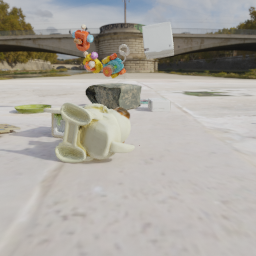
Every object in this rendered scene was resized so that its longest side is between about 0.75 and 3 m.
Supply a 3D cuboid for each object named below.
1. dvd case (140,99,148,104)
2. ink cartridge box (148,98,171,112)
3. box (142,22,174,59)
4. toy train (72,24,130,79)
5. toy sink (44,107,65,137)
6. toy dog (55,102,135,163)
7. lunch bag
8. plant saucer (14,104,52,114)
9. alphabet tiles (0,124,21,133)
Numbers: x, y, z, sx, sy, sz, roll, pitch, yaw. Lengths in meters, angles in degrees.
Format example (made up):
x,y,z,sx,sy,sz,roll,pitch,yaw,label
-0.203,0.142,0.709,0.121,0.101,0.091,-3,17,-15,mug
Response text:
x,y,z,sx,sy,sz,roll,pitch,yaw,label
0.917,-1.503,15.911,0.932,0.141,1.277,1,11,5,dvd case
1.454,-1.101,13.166,0.879,0.507,1.203,-1,12,-5,ink cartridge box
1.110,-3.190,10.284,1.048,1.054,0.689,-6,-6,10,box
-1.281,-3.028,11.681,2.622,1.970,0.729,23,47,15,toy train
-1.639,-0.164,8.135,0.957,0.823,1.468,4,8,18,toy sink
-0.545,-0.001,6.450,1.753,1.261,1.808,5,11,18,toy dog
-0.732,-1.563,13.518,2.180,1.282,1.788,13,18,32,lunch bag
-4.284,-0.867,12.711,1.624,0.252,1.624,-1,12,0,plant saucer
-4.824,0.040,8.197,2.865,0.091,2.384,-4,9,-40,alphabet tiles
